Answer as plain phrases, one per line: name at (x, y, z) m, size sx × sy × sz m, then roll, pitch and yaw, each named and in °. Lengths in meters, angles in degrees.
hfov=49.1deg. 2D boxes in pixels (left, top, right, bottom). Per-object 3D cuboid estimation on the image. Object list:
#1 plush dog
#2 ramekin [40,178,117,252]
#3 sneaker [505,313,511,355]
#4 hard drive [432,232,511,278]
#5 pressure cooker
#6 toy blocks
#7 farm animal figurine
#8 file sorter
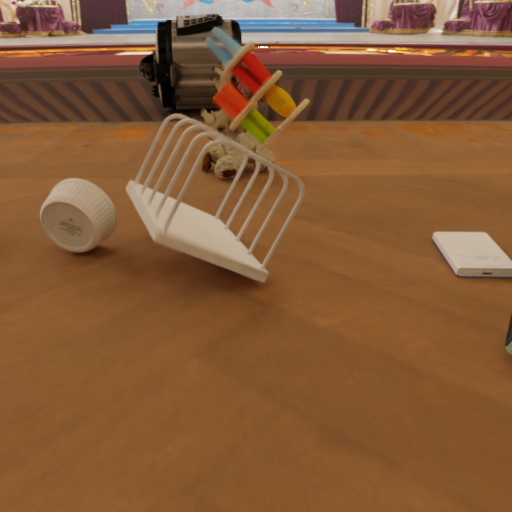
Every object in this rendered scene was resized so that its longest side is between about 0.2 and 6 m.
plush dog at (-0.547, -2.341, 12.427) m, size 1.535 × 1.232 × 1.318 m, roll -20°, pitch 8°, yaw -36°
ramekin at (-2.674, -0.554, 8.322) m, size 1.112 × 1.112 × 0.518 m, roll 6°, pitch 34°, yaw 12°
sneaker at (4.141, 0.497, 6.272) m, size 2.006 × 1.115 × 2.867 m, roll 17°, pitch 39°, yaw 29°
hard drive at (3.222, -0.033, 8.336) m, size 0.853 × 0.164 × 1.293 m, roll 1°, pitch 25°, yaw 1°
pressure cooker at (-2.171, -6.337, 18.700) m, size 3.383 × 3.022 × 2.976 m, roll -2°, pitch -14°, yaw -4°
toy blocks at (-0.159, -2.062, 6.961) m, size 0.505 × 1.391 × 1.159 m, roll -51°, pitch 9°, yaw -30°
farm animal figurine at (-0.407, -2.621, 9.973) m, size 0.766 × 1.453 × 1.469 m, roll 53°, pitch 22°, yaw 23°
file sorter at (-0.631, -0.953, 7.962) m, size 1.644 × 1.475 × 2.369 m, roll 23°, pitch 11°, yaw -28°
